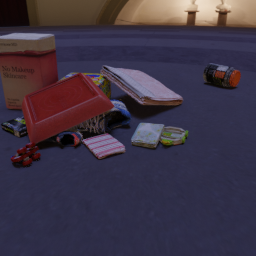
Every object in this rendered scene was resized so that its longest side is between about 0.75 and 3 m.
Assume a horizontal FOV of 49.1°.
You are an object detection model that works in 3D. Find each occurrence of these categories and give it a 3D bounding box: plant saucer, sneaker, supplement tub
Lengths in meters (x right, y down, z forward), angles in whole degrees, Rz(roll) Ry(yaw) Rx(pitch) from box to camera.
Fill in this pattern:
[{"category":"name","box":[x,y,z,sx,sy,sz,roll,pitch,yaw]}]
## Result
[{"category":"plant saucer","box":[-2.097,-0.857,8.928,2.636,0.484,2.631,-25,37,-12]},{"category":"sneaker","box":[-1.042,-0.315,8.841,2.585,0.996,1.101,-14,32,-26]},{"category":"sneaker","box":[-2.015,0.260,8.116,1.307,0.490,0.552,4,21,8]},{"category":"supplement tub","box":[4.554,-2.549,13.622,0.967,0.967,1.579,-21,33,-37]}]

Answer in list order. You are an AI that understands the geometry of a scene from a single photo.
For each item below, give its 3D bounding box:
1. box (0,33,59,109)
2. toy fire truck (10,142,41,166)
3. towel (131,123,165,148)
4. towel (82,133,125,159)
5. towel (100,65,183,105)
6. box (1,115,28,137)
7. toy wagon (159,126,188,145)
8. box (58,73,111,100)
[{"category":"box","box":[-3.744,-2.157,10.714,1.710,2.674,1.457,4,25,9]},{"category":"toy fire truck","box":[-2.738,0.701,7.363,0.645,0.430,0.768,-14,15,32]},{"category":"towel","box":[0.584,0.199,8.292,0.790,0.222,0.922,7,44,23]},{"category":"towel","box":[-0.711,0.503,8.012,0.871,0.178,1.190,-14,26,-27]},{"category":"towel","box":[0.564,-1.702,11.118,2.525,0.426,2.644,-5,37,-48]},{"category":"box","box":[-3.409,-0.092,9.170,1.045,0.248,1.009,18,33,34]},{"category":"toy wagon","box":[1.265,0.262,8.423,0.931,0.237,1.200,10,27,21]},{"category":"box","box":[-1.713,-1.469,11.169,1.750,1.068,1.686,4,26,9]}]
